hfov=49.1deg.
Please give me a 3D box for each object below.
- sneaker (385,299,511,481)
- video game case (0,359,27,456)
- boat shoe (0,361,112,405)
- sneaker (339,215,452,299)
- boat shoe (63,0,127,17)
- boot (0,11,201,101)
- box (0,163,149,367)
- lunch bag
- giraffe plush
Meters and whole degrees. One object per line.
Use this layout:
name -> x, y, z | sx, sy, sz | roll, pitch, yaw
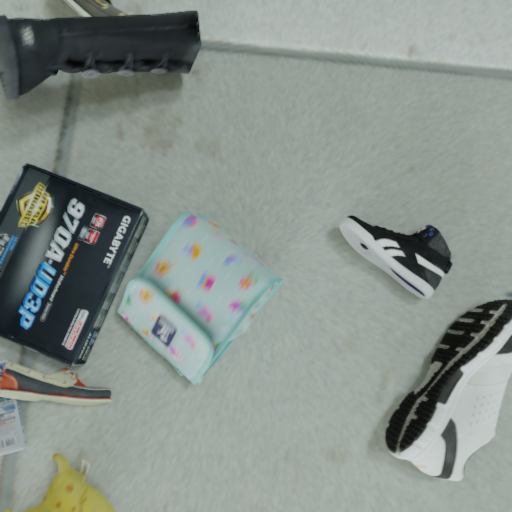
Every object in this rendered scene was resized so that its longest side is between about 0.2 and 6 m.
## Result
sneaker -> 3.420, 2.102, 8.961 | 1.278, 1.178, 3.194 | 39, 85, -10
video game case -> -4.716, 2.643, 9.201 | 1.639, 0.180, 1.494 | -15, 80, -2
boat shoe -> -3.226, 2.090, 9.085 | 1.811, 0.645, 0.567 | 7, 66, -2
sneaker -> 2.436, -0.268, 9.523 | 1.950, 0.712, 1.091 | 40, 79, -1
boat shoe -> -2.840, -4.498, 10.146 | 2.173, 0.777, 0.650 | 40, 100, 0
boot -> -2.755, -3.453, 9.639 | 3.176, 2.617, 1.042 | -14, 103, -21
box -> -3.394, 0.143, 9.410 | 2.237, 0.647, 2.815 | 22, 80, 4
lunch bag -> -0.972, 0.689, 8.957 | 1.883, 1.348, 2.211 | 40, 96, 8
giraffe plush -> -2.928, 3.858, 8.068 | 1.388, 1.609, 1.305 | 21, 37, 26
